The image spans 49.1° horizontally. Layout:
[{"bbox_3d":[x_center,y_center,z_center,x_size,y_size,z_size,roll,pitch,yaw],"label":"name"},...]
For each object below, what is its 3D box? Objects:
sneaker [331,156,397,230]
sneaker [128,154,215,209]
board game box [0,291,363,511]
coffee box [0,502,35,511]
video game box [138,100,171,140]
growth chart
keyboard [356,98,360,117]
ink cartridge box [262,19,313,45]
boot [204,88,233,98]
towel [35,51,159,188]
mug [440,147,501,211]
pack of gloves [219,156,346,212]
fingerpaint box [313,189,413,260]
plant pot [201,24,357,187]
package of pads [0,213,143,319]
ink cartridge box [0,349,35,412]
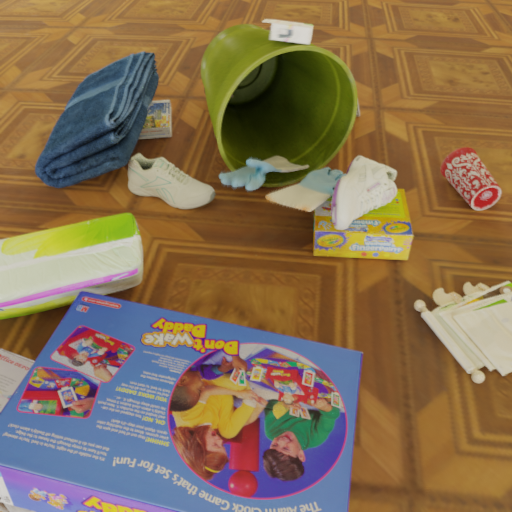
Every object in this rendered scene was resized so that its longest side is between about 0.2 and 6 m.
[{"bbox_3d":[2.253,-1.312,11.537,1.139,0.856,2.286,18,47,17],"label":"sneaker"},{"bbox_3d":[-2.046,-1.745,13.109,2.281,0.914,0.802,15,43,14],"label":"sneaker"},{"bbox_3d":[-0.977,2.366,8.087,4.686,1.049,3.151,12,40,6],"label":"board game box"},{"bbox_3d":[-3.378,3.247,7.897,1.094,0.436,0.625,5,42,-2],"label":"coffee box"},{"bbox_3d":[-3.151,-3.839,15.785,1.491,0.383,1.637,-7,42,-3],"label":"video game box"},{"bbox_3d":[4.696,1.249,10.278,3.093,0.274,2.238,-9,42,-9],"label":"growth chart"},{"bbox_3d":[1.471,-5.130,16.730,3.756,1.057,0.200,30,79,29],"label":"keyboard"},{"bbox_3d":[0.639,-4.693,11.713,1.034,0.348,0.605,10,29,5],"label":"ink cartridge box"},{"bbox_3d":[-0.074,-4.415,16.002,3.162,1.071,2.066,3,48,6],"label":"boot"},{"bbox_3d":[-4.054,-3.721,14.575,2.612,1.135,4.678,-18,40,18],"label":"towel"},{"bbox_3d":[5.219,-1.816,13.199,1.224,0.920,1.379,-10,47,-8],"label":"mug"},{"bbox_3d":[0.760,-1.876,12.349,2.433,0.572,2.897,17,27,26],"label":"pack of gloves"},{"bbox_3d":[2.238,-0.729,12.100,1.990,0.730,1.660,2,42,3],"label":"fingerpaint box"},{"bbox_3d":[0.162,-4.035,13.699,3.436,3.436,3.308,-15,45,-16],"label":"plant pot"},{"bbox_3d":[-3.578,0.281,9.856,3.154,2.437,1.076,-13,83,-13],"label":"package of pads"},{"bbox_3d":[-4.133,2.249,8.957,0.963,0.564,1.332,16,46,17],"label":"ink cartridge box"}]
